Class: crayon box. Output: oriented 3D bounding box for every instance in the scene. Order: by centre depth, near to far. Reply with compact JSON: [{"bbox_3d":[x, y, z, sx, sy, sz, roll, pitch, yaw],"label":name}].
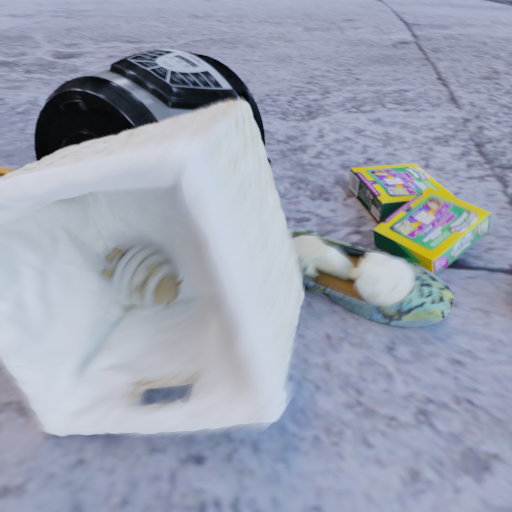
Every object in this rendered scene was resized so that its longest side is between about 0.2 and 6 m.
[{"bbox_3d":[2.744,-0.407,8.783,1.366,0.398,1.178,-36,45,-20],"label":"crayon box"},{"bbox_3d":[2.621,-1.172,10.295,1.365,0.461,1.582,-5,32,-11],"label":"crayon box"}]

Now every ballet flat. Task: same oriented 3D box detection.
[{"bbox_3d":[1.270,0.234,7.479,2.605,0.967,0.967,15,34,30],"label":"ballet flat"}]

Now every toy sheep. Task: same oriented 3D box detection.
[{"bbox_3d":[-1.289,0.207,6.244,1.088,0.750,0.750,31,42,25],"label":"toy sheep"}]

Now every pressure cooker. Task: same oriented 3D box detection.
[{"bbox_3d":[-1.477,-1.767,9.029,2.883,2.838,3.227,-6,21,38],"label":"pressure cooker"}]

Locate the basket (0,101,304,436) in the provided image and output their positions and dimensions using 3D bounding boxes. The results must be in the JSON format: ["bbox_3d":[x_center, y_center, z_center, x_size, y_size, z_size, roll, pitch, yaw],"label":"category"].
[{"bbox_3d":[-1.104,0.074,5.637,2.637,2.661,2.140,-10,26,19],"label":"basket"}]

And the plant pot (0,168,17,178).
[{"bbox_3d":[-3.813,-0.722,8.855,1.420,1.420,1.300,-1,15,-1],"label":"plant pot"}]
